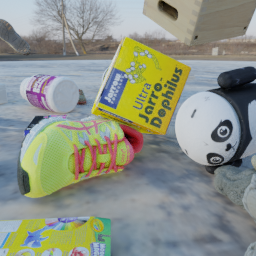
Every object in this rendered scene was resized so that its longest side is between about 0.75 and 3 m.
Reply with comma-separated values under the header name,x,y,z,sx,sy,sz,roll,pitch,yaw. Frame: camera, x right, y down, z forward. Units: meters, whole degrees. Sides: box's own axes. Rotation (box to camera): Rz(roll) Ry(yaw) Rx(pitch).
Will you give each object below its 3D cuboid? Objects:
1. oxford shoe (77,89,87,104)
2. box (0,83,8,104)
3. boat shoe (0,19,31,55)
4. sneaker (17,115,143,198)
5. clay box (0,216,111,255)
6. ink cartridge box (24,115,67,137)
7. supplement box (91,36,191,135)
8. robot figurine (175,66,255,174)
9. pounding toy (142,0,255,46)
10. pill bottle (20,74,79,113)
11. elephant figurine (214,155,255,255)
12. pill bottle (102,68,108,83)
name,x,y,z,sx,sy,sz,roll,pitch,yaw
oxford shoe,-1.988,-1.297,11.355,0.485,0.515,1.378,-6,18,-21
box,-5.405,-1.332,10.968,0.924,0.796,0.929,8,16,25
boat shoe,-2.191,-1.679,5.301,0.322,0.866,0.317,-41,-4,-10
sneaker,-0.592,0.355,4.735,1.292,1.119,2.862,10,18,22
clay box,-0.840,1.282,2.932,1.328,0.316,0.763,-1,16,-2
ink cartridge box,-2.077,0.046,7.174,0.911,0.357,1.923,-2,19,-8
supplement box,0.100,-0.747,6.164,1.390,1.382,2.538,22,-3,-9
robot figurine,1.811,-0.091,4.831,2.050,1.541,1.279,-12,-13,-27
pounding toy,1.746,-3.203,7.335,2.323,1.794,2.523,-19,49,-27
pill bottle,-2.886,-1.279,10.000,2.206,1.239,1.239,13,21,38
elephant figurine,2.126,0.655,2.723,2.260,2.061,2.913,39,15,20
pill bottle,0.168,-1.882,11.790,2.469,1.383,1.383,15,22,41
